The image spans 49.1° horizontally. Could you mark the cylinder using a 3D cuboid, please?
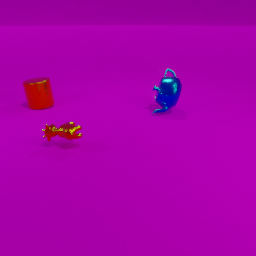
[{"bbox_3d":[-3.350,-1.322,10.543,0.991,0.991,0.991,-5,23,2],"label":"cylinder"}]

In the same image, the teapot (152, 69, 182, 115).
[{"bbox_3d":[1.329,-1.237,9.955,0.942,1.925,1.197,16,-16,-2],"label":"teapot"}]

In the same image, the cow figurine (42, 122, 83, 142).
[{"bbox_3d":[-1.725,0.108,7.297,0.870,0.485,0.884,-15,21,-34],"label":"cow figurine"}]
